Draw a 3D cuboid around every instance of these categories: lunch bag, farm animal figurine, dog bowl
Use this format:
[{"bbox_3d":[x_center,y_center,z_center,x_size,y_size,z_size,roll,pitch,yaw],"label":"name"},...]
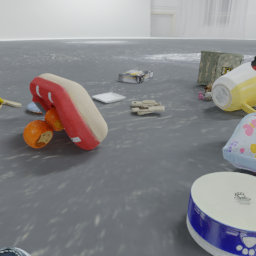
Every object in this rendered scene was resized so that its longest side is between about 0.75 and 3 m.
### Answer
[{"bbox_3d":[4.212,-2.623,12.651,1.138,1.588,1.936,-10,22,-35],"label":"lunch bag"},{"bbox_3d":[3.355,-1.481,11.167,0.907,0.565,1.124,12,24,27],"label":"farm animal figurine"},{"bbox_3d":[1.653,1.271,4.199,1.480,0.583,1.480,0,22,0],"label":"dog bowl"},{"bbox_3d":[3.209,0.342,5.386,2.143,1.363,1.818,-17,18,-30],"label":"lunch bag"}]

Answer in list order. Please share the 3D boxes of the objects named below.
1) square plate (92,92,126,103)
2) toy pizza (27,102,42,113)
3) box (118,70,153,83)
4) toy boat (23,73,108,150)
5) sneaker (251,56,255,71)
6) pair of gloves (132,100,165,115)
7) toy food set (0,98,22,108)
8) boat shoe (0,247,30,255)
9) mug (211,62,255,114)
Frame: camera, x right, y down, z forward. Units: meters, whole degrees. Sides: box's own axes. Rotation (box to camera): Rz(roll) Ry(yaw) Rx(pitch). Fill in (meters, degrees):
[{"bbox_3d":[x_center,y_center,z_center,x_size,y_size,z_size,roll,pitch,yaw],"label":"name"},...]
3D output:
[{"bbox_3d":[-0.748,-1.180,10.992,0.983,0.140,0.974,-17,28,-36],"label":"square plate"},{"bbox_3d":[-2.863,-0.728,9.772,1.255,0.199,1.255,0,23,0],"label":"toy pizza"},{"bbox_3d":[0.426,-2.683,14.450,1.246,0.380,1.573,12,24,27],"label":"box"},{"bbox_3d":[-1.808,-0.189,6.999,1.754,1.751,2.683,-45,40,-19],"label":"toy boat"},{"bbox_3d":[4.280,-1.734,7.071,2.052,1.003,0.725,-24,13,26],"label":"sneaker"},{"bbox_3d":[0.670,-0.711,9.708,1.093,0.225,1.285,-4,20,-1],"label":"pair of gloves"},{"bbox_3d":[-5.316,-0.785,9.358,2.055,0.597,2.976,13,25,29],"label":"toy food set"},{"bbox_3d":[-1.158,1.691,2.396,0.874,1.121,2.469,-7,23,-17],"label":"boat shoe"},{"bbox_3d":[3.874,-1.280,9.507,1.610,1.571,1.961,-20,22,-25],"label":"mug"}]
